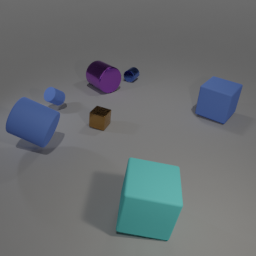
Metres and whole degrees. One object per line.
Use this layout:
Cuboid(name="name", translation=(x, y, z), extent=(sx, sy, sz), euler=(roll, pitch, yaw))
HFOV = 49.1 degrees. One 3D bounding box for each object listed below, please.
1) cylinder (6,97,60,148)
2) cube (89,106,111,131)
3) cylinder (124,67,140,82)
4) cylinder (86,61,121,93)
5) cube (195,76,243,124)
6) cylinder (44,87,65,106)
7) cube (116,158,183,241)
Cuboid(name="cylinder", translation=(-3.365, -0.202, 10.022), extent=(1.400, 1.400, 1.400), euler=(24, 33, -4))
Cuboid(name="cube", translation=(-1.176, -0.422, 11.828), extent=(0.700, 0.700, 0.700), euler=(17, 34, 14))
Cuboid(name="cylinder", translation=(0.210, -3.082, 16.176), extent=(0.700, 0.700, 0.700), euler=(16, 35, 23))
Cuboid(name="cylinder", translation=(-1.309, -2.744, 14.958), extent=(1.400, 1.400, 1.400), euler=(-23, 38, -32))
Cuboid(name="cube", translation=(4.009, -1.269, 12.407), extent=(1.400, 1.400, 1.400), euler=(24, 40, 28))
Cuboid(name="cylinder", translation=(-3.371, -1.453, 12.871), extent=(0.700, 0.700, 0.700), euler=(21, 0, 30))
Cuboid(name="cube", translation=(0.537, 1.836, 7.340), extent=(1.400, 1.400, 1.400), euler=(11, 34, -1))
